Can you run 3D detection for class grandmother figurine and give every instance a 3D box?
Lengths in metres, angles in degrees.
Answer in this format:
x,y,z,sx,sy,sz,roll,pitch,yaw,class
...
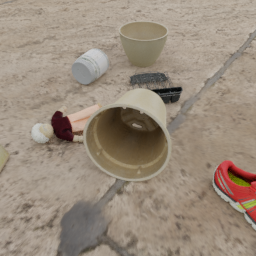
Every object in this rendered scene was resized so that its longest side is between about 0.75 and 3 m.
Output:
x,y,z,sx,sy,sz,roll,pitch,yaw,class
-2.226,-0.177,10.544,2.825,0.855,1.713,-21,51,-23,grandmother figurine

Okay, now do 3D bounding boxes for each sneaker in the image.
x,y,z,sx,sy,sz,roll,pitch,yaw,class
3.631,1.959,7.784,1.118,1.233,2.904,-32,50,-31,sneaker

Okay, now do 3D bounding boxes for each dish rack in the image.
x,y,z,sx,sy,sz,roll,pitch,yaw,class
1.135,-1.998,12.751,2.037,0.724,2.656,-6,41,-8,dish rack

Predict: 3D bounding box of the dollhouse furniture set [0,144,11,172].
x,y,z,sx,sy,sz,roll,pitch,yaw,class
-5.349,0.925,9.311,2.151,1.429,1.885,-13,37,19,dollhouse furniture set

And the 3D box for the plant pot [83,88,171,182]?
x,y,z,sx,sy,sz,roll,pitch,yaw,class
0.229,-0.076,9.358,2.719,2.719,2.489,10,31,11,plant pot

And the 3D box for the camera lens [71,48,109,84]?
x,y,z,sx,sy,sz,roll,pitch,yaw,class
-1.762,-2.963,13.394,1.279,1.279,1.598,19,44,21,camera lens

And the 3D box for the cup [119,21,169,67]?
x,y,z,sx,sy,sz,roll,pitch,yaw,class
0.772,-4.228,14.495,2.472,1.768,2.472,0,42,0,cup
